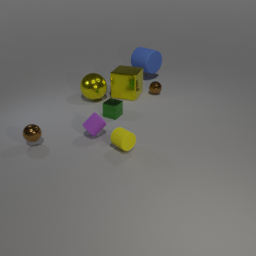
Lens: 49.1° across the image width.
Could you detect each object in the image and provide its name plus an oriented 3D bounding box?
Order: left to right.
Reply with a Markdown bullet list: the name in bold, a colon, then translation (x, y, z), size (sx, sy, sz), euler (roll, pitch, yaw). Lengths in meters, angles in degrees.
- **ball**: translation (-3.653, 0.196, 10.686), size (0.700, 0.700, 0.700), euler (0, 30, 0)
- **ball**: translation (-1.772, -2.134, 14.445), size (1.400, 1.400, 1.400), euler (0, 30, 0)
- **cylinder**: translation (-1.338, -0.150, 11.235), size (0.700, 0.700, 0.700), euler (-45, 37, 3)
- **cube**: translation (-0.703, -0.893, 12.979), size (0.700, 0.700, 0.700), euler (15, 33, 24)
- **cylinder**: translation (-0.178, 0.406, 10.426), size (0.700, 0.700, 0.700), euler (-22, 33, -34)
- **cube**: translation (-0.047, -2.432, 14.979), size (1.400, 1.400, 1.400), euler (10, 31, 16)
- **cylinder**: translation (1.129, -4.160, 17.201), size (1.400, 1.400, 1.400), euler (-24, 36, -36)
- **ball**: translation (1.501, -2.201, 15.296), size (0.700, 0.700, 0.700), euler (0, 30, 0)
